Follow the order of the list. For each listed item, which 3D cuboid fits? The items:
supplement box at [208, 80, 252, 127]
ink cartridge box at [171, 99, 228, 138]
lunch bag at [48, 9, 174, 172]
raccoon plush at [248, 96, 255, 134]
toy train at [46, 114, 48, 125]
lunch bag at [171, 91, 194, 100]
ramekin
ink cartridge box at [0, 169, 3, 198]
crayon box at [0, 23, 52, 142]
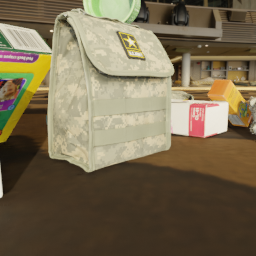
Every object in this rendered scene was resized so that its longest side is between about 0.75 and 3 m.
[{"bbox_3d":[2.875,-0.660,7.755,0.557,0.539,1.620,13,-19,50],"label":"supplement box"},{"bbox_3d":[1.460,-0.316,7.337,1.883,0.806,1.390,10,14,38],"label":"ink cartridge box"},{"bbox_3d":[-0.240,-0.687,4.803,1.395,2.372,1.945,9,12,44],"label":"lunch bag"},{"bbox_3d":[4.169,-0.130,6.910,1.745,1.260,2.605,-14,-35,41],"label":"raccoon plush"},{"bbox_3d":[-1.896,-0.288,8.344,1.103,0.470,0.628,-8,3,-39],"label":"toy train"},{"bbox_3d":[2.032,-1.204,12.302,1.561,0.918,1.281,-4,9,4],"label":"lunch bag"},{"bbox_3d":[-0.412,-3.659,8.097,1.594,1.594,0.779,4,12,20],"label":"ramekin"},{"bbox_3d":[-2.464,0.079,2.511,2.200,1.597,0.918,-9,13,-43],"label":"ink cartridge box"},{"bbox_3d":[-2.867,-0.552,4.420,0.812,2.403,2.785,50,29,14],"label":"crayon box"}]
